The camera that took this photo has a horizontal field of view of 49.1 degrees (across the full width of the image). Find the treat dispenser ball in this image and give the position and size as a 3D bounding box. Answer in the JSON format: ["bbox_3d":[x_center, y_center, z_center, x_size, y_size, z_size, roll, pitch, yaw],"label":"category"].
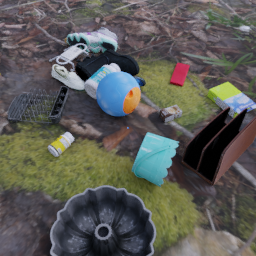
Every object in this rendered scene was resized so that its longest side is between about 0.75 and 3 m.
[{"bbox_3d":[-0.406,-1.430,11.851,1.883,1.883,1.883,0,48,0],"label":"treat dispenser ball"}]

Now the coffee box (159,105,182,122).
[{"bbox_3d":[1.848,-0.628,12.128,0.845,0.337,0.483,-20,51,-17],"label":"coffee box"}]

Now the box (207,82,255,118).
[{"bbox_3d":[4.688,-1.229,12.587,1.189,0.465,1.951,-23,52,-20],"label":"box"}]

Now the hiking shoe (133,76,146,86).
[{"bbox_3d":[0.116,-2.113,13.423,1.497,0.557,0.649,10,55,22],"label":"hiking shoe"}]

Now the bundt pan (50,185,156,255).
[{"bbox_3d":[-0.686,3.216,8.097,2.942,1.104,2.942,0,47,0],"label":"bundt pan"}]

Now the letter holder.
[{"bbox_3d":[3.495,0.268,10.152,2.871,2.040,1.444,-36,57,-28],"label":"letter holder"}]

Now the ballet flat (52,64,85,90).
[{"bbox_3d":[-2.931,-2.499,13.594,2.148,0.746,0.746,29,54,23],"label":"ballet flat"}]

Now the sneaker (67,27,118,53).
[{"bbox_3d":[-1.893,-5.090,15.824,2.783,1.082,1.947,12,46,-2],"label":"sneaker"}]

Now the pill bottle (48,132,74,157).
[{"bbox_3d":[-2.566,0.617,10.817,0.540,0.540,0.945,31,58,25],"label":"pill bottle"}]

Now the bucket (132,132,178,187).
[{"bbox_3d":[0.906,1.034,9.532,1.123,1.726,1.726,22,51,8],"label":"bucket"}]

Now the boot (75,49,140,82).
[{"bbox_3d":[-1.102,-2.915,13.768,2.252,1.017,2.748,-32,48,-29],"label":"boot"}]

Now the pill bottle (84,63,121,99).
[{"bbox_3d":[-1.123,-2.243,13.022,0.996,0.996,1.798,28,61,23],"label":"pill bottle"}]

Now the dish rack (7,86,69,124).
[{"bbox_3d":[-3.963,-1.032,12.279,2.514,0.686,1.928,4,47,4],"label":"dish rack"}]

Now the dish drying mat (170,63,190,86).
[{"bbox_3d":[2.626,-2.723,14.178,0.675,0.160,1.756,15,48,12],"label":"dish drying mat"}]

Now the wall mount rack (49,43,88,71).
[{"bbox_3d":[-3.150,-3.787,14.805,1.770,0.760,2.037,29,53,19],"label":"wall mount rack"}]

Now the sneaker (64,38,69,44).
[{"bbox_3d":[-3.051,-4.939,16.033,1.108,0.419,0.486,22,32,7],"label":"sneaker"}]
